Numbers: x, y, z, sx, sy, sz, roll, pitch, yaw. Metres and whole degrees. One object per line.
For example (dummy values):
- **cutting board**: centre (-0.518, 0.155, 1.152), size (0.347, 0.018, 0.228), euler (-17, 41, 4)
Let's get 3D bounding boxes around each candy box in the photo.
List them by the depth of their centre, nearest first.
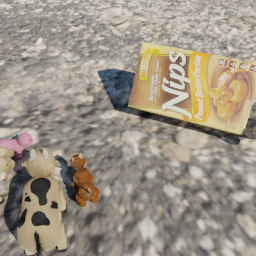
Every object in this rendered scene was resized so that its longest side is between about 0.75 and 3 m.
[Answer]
- **candy box**: centre (1.628, -1.020, 7.115), size (2.936, 1.695, 0.812), euler (15, 8, 15)

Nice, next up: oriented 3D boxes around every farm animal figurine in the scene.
- **farm animal figurine**: centre (-2.055, 0.935, 5.277), size (2.770, 1.393, 2.236), euler (20, 48, 16)

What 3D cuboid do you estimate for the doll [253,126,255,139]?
- **doll**: centre (3.935, -0.099, 6.559), size (2.368, 1.616, 0.574), euler (-10, 87, -19)
